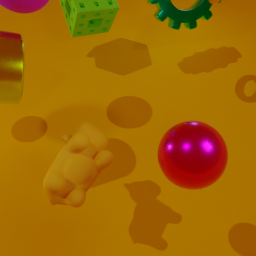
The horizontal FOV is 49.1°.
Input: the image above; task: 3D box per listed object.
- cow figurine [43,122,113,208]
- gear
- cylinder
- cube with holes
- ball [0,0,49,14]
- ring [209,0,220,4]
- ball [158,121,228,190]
[{"bbox_3d":[-0.831,0.559,4.525,0.834,1.496,1.520,38,65,-13],"label":"cow figurine"},{"bbox_3d":[1.505,-3.665,7.355,2.036,2.036,0.377,-12,29,-8],"label":"gear"},{"bbox_3d":[-2.368,-1.004,4.525,1.189,1.189,1.189,0,53,-28],"label":"cylinder"},{"bbox_3d":[-1.132,-3.495,7.957,1.193,1.193,1.193,-16,82,-21],"label":"cube with holes"},{"bbox_3d":[-1.918,-2.676,4.969,1.194,1.194,1.194,0,56,0],"label":"ball"},{"bbox_3d":[2.004,-3.205,5.798,0.243,1.215,1.215,21,58,3],"label":"ring"},{"bbox_3d":[0.693,0.290,3.038,0.742,0.742,0.742,0,56,0],"label":"ball"}]
